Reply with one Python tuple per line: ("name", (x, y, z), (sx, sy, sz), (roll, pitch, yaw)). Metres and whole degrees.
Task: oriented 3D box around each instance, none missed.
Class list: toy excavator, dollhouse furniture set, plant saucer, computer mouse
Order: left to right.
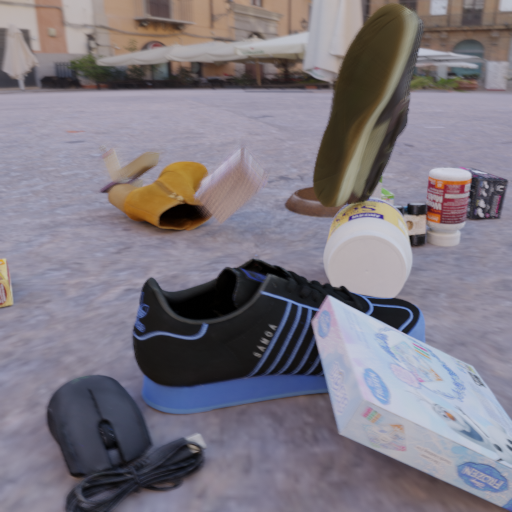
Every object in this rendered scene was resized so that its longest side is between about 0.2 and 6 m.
("computer mouse", (-1.340, 1.486, 4.988), (1.201, 0.457, 1.734), (-15, 25, -33))
("dollhouse furniture set", (-2.639, -2.112, 12.026), (1.447, 1.027, 1.147), (-26, -8, 29))
("plant saucer", (1.581, -1.253, 12.551), (1.882, 0.324, 1.882), (0, 21, 0))
("toy excavator", (2.733, -0.669, 10.565), (1.440, 0.740, 1.481), (-6, 12, -16))

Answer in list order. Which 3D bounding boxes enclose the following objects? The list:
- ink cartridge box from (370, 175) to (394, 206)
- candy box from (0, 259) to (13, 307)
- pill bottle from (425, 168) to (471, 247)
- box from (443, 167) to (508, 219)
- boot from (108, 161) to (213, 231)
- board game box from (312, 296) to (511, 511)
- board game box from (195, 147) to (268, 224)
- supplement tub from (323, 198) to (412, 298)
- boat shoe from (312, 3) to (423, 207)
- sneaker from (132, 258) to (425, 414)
("ink cartridge box", (2.728, -1.390, 12.129), (0.322, 0.850, 0.628), (-4, 21, -10))
("candy box", (-4.232, 0.478, 7.715), (1.572, 0.435, 0.908), (-9, 22, -23))
("pill bottle", (3.421, -0.878, 10.091), (0.719, 1.313, 0.719), (0, 20, 0))
("box", (4.624, -1.363, 12.026), (0.757, 0.872, 1.320), (-1, 20, -14))
("boot", (-1.506, -1.203, 11.778), (1.968, 0.967, 2.749), (25, 34, 36))
("board game box", (1.395, 1.195, 4.832), (1.741, 0.380, 1.750), (27, 17, -10))
("board game box", (-0.441, -1.328, 10.247), (1.108, 0.673, 1.390), (-40, 14, 10))
("supplement tub", (1.605, -0.078, 8.071), (1.214, 1.214, 1.669), (4, 20, 10))
("boat shoe", (1.565, -1.896, 7.516), (0.904, 2.751, 0.983), (-3, 37, -30))
("sneaker", (0.389, 0.671, 5.948), (3.348, 1.304, 1.174), (-8, 21, -21))
